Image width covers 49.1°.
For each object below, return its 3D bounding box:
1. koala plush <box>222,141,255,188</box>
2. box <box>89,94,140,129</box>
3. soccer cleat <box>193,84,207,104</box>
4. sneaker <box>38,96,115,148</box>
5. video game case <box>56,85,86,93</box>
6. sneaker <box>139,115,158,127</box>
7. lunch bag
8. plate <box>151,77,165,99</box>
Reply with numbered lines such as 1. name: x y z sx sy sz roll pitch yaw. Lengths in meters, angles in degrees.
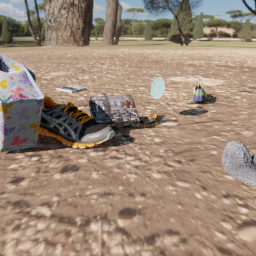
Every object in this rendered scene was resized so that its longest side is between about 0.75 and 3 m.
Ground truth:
1. koala plush: 3.566 0.087 5.926 2.163 2.439 2.241 -9 23 -26
2. box: -0.493 -0.558 9.577 1.558 0.388 1.229 -6 53 -15
3. soccer cleat: 3.383 -1.718 13.119 0.628 0.812 1.942 5 21 14
4. sneaker: -1.763 -0.209 8.604 2.960 1.143 1.158 13 21 24
5. video game case: -3.092 -2.126 15.203 1.188 0.139 1.080 14 24 32
6. sneaker: 0.677 -0.262 9.912 0.860 0.332 0.337 -11 25 -24
7. lunch bag: -3.321 -0.759 7.963 1.404 1.872 2.208 -13 48 -37
8. plate: 1.107 -1.439 10.147 0.102 0.800 0.800 5 15 -32
